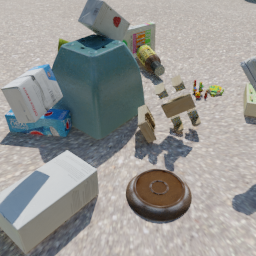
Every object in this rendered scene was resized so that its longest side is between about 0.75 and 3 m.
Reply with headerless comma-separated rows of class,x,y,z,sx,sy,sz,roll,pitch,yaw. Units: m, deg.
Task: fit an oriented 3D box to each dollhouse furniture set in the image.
dollhouse furniture set,1.329,-0.480,9.414,1.876,1.724,1.221,-23,31,17

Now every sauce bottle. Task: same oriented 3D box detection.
sauce bottle,1.153,-3.432,14.148,0.865,0.865,2.672,-10,36,-14

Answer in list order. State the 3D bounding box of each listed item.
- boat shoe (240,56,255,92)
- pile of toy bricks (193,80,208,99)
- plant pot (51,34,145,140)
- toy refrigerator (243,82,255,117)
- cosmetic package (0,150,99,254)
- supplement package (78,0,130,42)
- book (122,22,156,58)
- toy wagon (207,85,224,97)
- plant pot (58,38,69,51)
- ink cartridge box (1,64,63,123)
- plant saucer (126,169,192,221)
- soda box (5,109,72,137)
boat shoe,3.790,-1.309,7.940,0.543,1.555,0.551,-30,4,23
pile of toy bricks,3.125,-1.743,12.059,0.616,0.548,1.111,3,36,4
plant pot,-1.140,-1.747,10.139,2.695,2.753,2.702,27,45,31
toy refrigerator,5.044,-1.182,11.210,0.681,0.627,1.793,12,38,15
cosmetic package,-1.963,1.682,6.897,1.251,0.986,2.325,28,45,32
supplement package,-0.825,-3.790,10.064,0.916,0.928,1.530,31,8,39
book,0.468,-4.757,15.322,2.459,1.642,0.591,-27,45,-32
toy wagon,3.801,-1.618,12.215,0.654,0.167,0.843,17,39,23
plant pot,-3.431,-4.476,15.677,0.915,0.950,0.950,7,34,-12
ink cartridge box,-2.186,-0.813,6.532,0.528,0.906,1.253,-3,32,24
plant saucer,0.830,1.674,7.540,1.787,0.287,1.787,1,36,-1
soda box,-3.107,-0.250,9.825,2.117,0.718,0.679,6,36,8
